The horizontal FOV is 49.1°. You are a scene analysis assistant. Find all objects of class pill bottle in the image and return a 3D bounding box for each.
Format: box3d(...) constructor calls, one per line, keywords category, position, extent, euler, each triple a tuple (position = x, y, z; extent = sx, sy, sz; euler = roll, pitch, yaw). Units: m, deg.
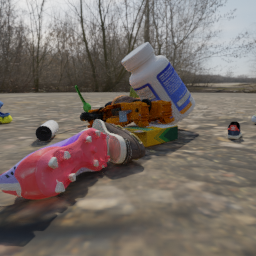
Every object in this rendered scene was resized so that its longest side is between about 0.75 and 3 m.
box3d(category="pill bottle", position=(0.990, -1.480, 9.480), extent=(1.490, 2.659, 1.490), euler=(-34, 18, 12))

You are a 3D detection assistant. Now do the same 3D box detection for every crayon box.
box3d(category="crayon box", position=(0.459, 0.160, 7.436), extent=(1.005, 0.412, 1.598), euler=(8, 12, 44))

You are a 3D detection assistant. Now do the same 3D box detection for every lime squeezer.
box3d(category="lime squeezer", position=(-1.403, -0.698, 10.582), extent=(0.376, 1.991, 0.703), euler=(-43, -3, -20))

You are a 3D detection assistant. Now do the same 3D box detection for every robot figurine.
box3d(category="robot figurine", position=(-0.169, -0.334, 8.349), extent=(1.992, 0.800, 2.748), euler=(-8, 1, -44))

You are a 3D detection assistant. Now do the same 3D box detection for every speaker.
box3d(category="speaker", position=(-2.268, 0.063, 7.918), extent=(0.453, 0.453, 1.115), euler=(-1, 9, -5))

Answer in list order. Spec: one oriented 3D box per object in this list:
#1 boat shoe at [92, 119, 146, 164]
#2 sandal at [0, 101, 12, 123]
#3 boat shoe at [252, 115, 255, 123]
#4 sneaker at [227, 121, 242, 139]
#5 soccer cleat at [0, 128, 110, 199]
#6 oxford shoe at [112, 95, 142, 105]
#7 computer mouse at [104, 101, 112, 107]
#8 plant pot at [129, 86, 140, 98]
box3d(category="boat shoe", position=(-0.294, 0.256, 6.055), extent=(0.586, 0.707, 1.969), euler=(1, 11, -25))
box3d(category="sandal", position=(-5.566, -0.592, 10.822), extent=(1.992, 0.867, 0.792), euler=(-5, 12, -20))
box3d(category="boat shoe", position=(5.672, -0.408, 10.236), extent=(2.104, 0.653, 0.757), euler=(6, 11, 32))
box3d(category="sneaker", position=(3.128, 0.021, 8.190), extent=(0.404, 0.456, 1.079), euler=(3, 9, 20))
box3d(category="soccer cleat", position=(-0.986, 0.493, 4.482), extent=(0.891, 0.777, 2.329), euler=(-7, 7, 17))
box3d(category="oxford shoe", position=(0.263, -1.250, 14.879), extent=(2.591, 0.924, 0.944), euler=(-8, 17, -43))
box3d(category="computer mouse", position=(-0.093, -1.424, 17.268), extent=(2.765, 0.471, 0.811), euler=(-3, 9, -20))
box3d(category="plant pot", position=(1.129, -2.409, 20.132), extent=(1.687, 1.835, 1.835), euler=(13, 12, 11))
